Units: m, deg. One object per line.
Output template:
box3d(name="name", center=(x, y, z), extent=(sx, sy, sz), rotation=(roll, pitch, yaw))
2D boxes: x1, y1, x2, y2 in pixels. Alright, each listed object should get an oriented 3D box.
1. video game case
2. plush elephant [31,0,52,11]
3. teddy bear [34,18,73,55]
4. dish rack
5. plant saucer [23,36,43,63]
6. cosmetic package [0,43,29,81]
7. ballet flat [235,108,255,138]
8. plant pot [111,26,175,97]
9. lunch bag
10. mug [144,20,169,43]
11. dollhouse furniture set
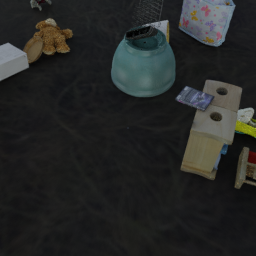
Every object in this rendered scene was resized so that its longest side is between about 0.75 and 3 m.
box3d(name="video game case", center=(1.730, -0.775, 7.247), extent=(0.825, 0.078, 0.589), rotation=(26, 56, 25))
box3d(name="plush elephant", center=(-4.295, -6.050, 13.409), extent=(1.015, 0.786, 0.836), rotation=(29, 6, -17))
box3d(name="teddy bear", center=(-3.146, -3.847, 11.681), extent=(1.608, 0.741, 2.218), rotation=(0, 53, -3))
box3d(name="dish rack", center=(0.590, -3.703, 9.072), extent=(1.279, 0.455, 1.668), rotation=(11, 89, 51))
box3d(name="plant saucer", center=(-3.731, -3.060, 11.111), extent=(1.174, 0.208, 1.174), rotation=(-12, 67, 30))
box3d(name="cosmetic package", center=(-5.100, -2.139, 10.158), extent=(1.130, 0.693, 2.737), rotation=(31, 49, 24))
box3d(name="ballet flat", center=(3.904, -0.117, 8.671), extent=(2.563, 0.859, 0.856), rotation=(28, 35, 19))
box3d(name="plant pot", center=(0.578, -2.569, 10.112), extent=(2.455, 1.645, 2.455), rotation=(0, 53, 0))
box3d(name="lunch bag", center=(3.334, -4.638, 11.610), extent=(1.359, 1.812, 2.137), rotation=(-29, 55, -22))
box3d(name="mug", center=(1.099, -3.787, 11.617), extent=(1.139, 1.387, 1.111), rotation=(2, 84, 13))
box3d(name="dollhouse furniture set", center=(3.175, 0.300, 7.684), extent=(2.816, 1.984, 1.973), rotation=(16, 54, 13))
